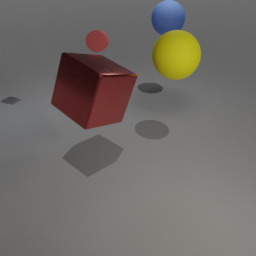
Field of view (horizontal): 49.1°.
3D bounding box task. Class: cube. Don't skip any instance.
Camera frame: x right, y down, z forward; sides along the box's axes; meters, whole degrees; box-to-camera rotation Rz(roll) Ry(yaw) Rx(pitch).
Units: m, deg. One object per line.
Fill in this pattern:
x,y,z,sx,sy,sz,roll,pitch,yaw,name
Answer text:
-0.870,-0.976,7.116,1.400,1.400,1.400,34,28,29,cube

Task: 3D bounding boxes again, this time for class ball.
1.670,-4.569,11.673,1.400,1.400,1.400,0,30,0,ball
1.396,-2.112,8.148,1.400,1.400,1.400,0,30,0,ball

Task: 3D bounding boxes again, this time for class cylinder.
-1.043,-2.986,9.611,0.700,0.700,0.700,1,19,3,cylinder
